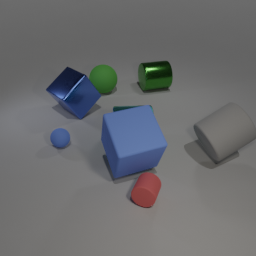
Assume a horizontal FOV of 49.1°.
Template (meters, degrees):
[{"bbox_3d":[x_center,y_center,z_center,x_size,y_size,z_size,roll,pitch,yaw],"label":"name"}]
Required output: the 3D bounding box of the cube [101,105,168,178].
[{"bbox_3d":[0.105,0.394,8.075,1.400,1.400,1.400,-13,61,-16],"label":"cube"}]

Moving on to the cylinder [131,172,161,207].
[{"bbox_3d":[0.520,1.725,7.857,0.700,0.700,0.700,11,30,17],"label":"cylinder"}]

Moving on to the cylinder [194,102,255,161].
[{"bbox_3d":[3.053,0.122,8.905,1.400,1.400,1.400,-32,36,1],"label":"cylinder"}]

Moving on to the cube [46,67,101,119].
[{"bbox_3d":[-2.292,-1.494,11.912,1.400,1.400,1.400,30,75,39],"label":"cube"}]

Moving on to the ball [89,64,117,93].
[{"bbox_3d":[-1.224,-2.431,13.874,1.400,1.400,1.400,0,32,0],"label":"ball"}]

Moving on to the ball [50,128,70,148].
[{"bbox_3d":[-2.435,0.352,10.070,0.700,0.700,0.700,0,32,0],"label":"ball"}]

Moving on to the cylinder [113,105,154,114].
[{"bbox_3d":[0.175,-0.108,10.153,1.400,1.400,1.400,-2,32,-4],"label":"cylinder"}]

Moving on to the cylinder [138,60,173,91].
[{"bbox_3d":[1.364,-2.658,14.236,1.400,1.400,1.400,-9,33,-13],"label":"cylinder"}]
